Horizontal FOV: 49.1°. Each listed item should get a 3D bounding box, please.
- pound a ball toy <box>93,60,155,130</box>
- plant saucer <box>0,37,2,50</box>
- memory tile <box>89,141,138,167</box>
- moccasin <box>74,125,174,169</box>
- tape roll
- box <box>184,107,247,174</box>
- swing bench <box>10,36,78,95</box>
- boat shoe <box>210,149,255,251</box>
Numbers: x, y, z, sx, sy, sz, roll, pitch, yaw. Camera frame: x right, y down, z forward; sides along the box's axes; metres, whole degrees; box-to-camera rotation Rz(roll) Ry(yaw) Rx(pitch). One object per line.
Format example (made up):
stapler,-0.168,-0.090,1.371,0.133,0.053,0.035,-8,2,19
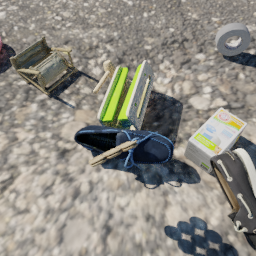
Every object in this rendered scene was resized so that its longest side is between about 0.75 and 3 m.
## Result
pound a ball toy,-0.179,-1.011,8.896,1.762,1.148,2.702,-5,50,28
plant saucer,-5.729,-2.935,10.477,2.060,0.522,2.060,0,55,0
memory tile,-0.327,0.510,5.560,0.972,1.268,0.106,-26,91,-10
moccasin,-0.176,0.562,7.544,2.735,0.932,1.100,5,99,15
tape roll,3.842,-3.233,10.277,1.188,1.188,0.392,2,54,1
box,2.456,0.326,7.906,0.911,0.821,1.620,39,63,23
swing bench,-2.875,-2.193,9.682,1.542,1.000,1.534,29,59,25
boat shoe,2.699,1.889,6.463,0.856,1.048,2.836,-13,74,-3
